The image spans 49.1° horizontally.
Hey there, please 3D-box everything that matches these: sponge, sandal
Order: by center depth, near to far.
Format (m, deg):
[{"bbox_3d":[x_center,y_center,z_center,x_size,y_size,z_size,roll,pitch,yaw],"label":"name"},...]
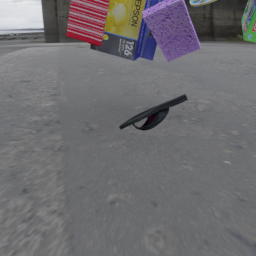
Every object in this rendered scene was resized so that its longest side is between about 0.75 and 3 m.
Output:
[{"bbox_3d":[0.501,-0.211,4.898,1.362,0.326,0.512,-24,2,-16],"label":"sandal"},{"bbox_3d":[1.537,-3.255,9.450,1.313,2.354,0.351,-18,57,21],"label":"sponge"}]

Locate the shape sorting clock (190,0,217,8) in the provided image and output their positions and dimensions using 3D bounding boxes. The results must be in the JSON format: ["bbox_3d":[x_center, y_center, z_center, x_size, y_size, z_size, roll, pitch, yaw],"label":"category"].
[{"bbox_3d":[2.109,-3.238,6.413,1.469,0.288,1.469,-25,27,14],"label":"shape sorting clock"}]

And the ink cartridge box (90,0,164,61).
[{"bbox_3d":[-0.065,-3.875,10.587,2.595,2.565,0.610,17,42,5],"label":"ink cartridge box"}]

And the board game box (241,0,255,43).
[{"bbox_3d":[3.109,-3.011,6.667,0.299,1.382,2.053,16,36,10],"label":"board game box"}]

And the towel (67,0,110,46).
[{"bbox_3d":[-1.304,-3.691,9.165,1.282,1.773,0.199,18,26,5],"label":"towel"}]
